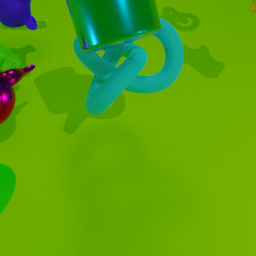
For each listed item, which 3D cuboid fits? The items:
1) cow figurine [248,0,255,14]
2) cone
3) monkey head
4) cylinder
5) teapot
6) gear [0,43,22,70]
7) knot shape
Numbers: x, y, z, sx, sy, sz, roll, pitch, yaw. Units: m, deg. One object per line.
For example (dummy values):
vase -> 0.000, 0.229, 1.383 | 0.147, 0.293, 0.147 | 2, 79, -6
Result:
cow figurine -> 3.124, -2.386, 5.100 | 0.830, 1.488, 1.512 | -17, 70, -54
cone -> -2.931, 0.732, 4.211 | 1.676, 1.670, 1.670 | 35, 68, 20
monkey head -> -2.159, -2.424, 5.563 | 1.379, 0.831, 0.992 | 30, 32, 27
cylinder -> -0.231, -1.687, 3.688 | 1.127, 1.127, 1.127 | -19, 104, -9
teapot -> -2.392, -0.589, 4.761 | 1.807, 0.885, 1.124 | -31, 104, 4
gear -> -2.889, -1.647, 5.713 | 1.391, 1.391, 0.257 | 39, 100, 18
knot shape -> -0.193, -1.246, 5.066 | 2.010, 0.929, 1.881 | -37, 54, -6
